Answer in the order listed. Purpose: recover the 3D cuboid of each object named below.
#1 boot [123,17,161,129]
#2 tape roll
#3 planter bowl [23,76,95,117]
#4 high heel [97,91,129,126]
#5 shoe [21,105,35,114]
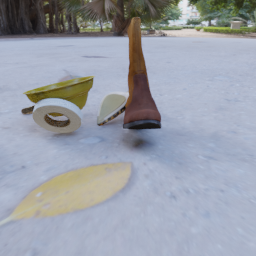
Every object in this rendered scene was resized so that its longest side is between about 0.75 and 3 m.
[{"bbox_3d":[0.378,-1.411,7.340,0.967,2.824,2.659,1,7,4],"label":"boot"},{"bbox_3d":[-1.871,-0.300,7.502,1.315,1.315,0.240,1,56,3],"label":"tape roll"},{"bbox_3d":[-1.832,-0.848,7.994,2.054,0.855,2.054,-13,15,4],"label":"planter bowl"},{"bbox_3d":[-0.196,-0.630,9.370,0.824,1.644,2.307,27,65,21],"label":"high heel"},{"bbox_3d":[-3.242,-0.643,9.569,0.790,0.276,0.211,-10,8,-19],"label":"shoe"}]
